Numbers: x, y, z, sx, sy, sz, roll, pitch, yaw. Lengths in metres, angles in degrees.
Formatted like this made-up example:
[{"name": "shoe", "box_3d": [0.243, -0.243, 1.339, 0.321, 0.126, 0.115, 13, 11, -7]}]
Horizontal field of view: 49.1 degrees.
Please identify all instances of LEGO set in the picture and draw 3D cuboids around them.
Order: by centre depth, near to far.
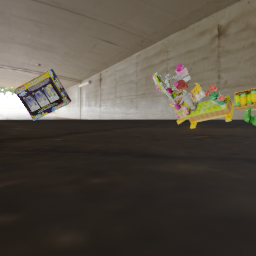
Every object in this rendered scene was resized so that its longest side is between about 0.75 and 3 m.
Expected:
[{"name": "LEGO set", "box_3d": [1.451, -0.848, 6.331, 1.107, 1.368, 2.975, 46, -4, -28]}]

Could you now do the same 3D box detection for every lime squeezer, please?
[{"name": "lime squeezer", "box_3d": [2.557, -0.200, 5.476, 1.245, 0.235, 0.440, 20, -25, -31]}]

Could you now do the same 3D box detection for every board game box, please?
[{"name": "board game box", "box_3d": [-2.714, -1.034, 8.921, 1.435, 1.186, 0.407, -21, 18, 20]}]
